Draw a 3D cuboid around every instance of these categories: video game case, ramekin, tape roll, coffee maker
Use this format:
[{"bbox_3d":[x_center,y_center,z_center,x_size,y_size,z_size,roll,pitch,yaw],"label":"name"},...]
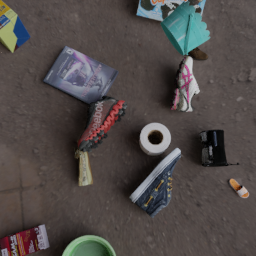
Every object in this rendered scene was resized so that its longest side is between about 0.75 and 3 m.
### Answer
[{"bbox_3d":[-2.040,-2.229,12.184,2.698,0.256,1.928,26,77,7],"label":"video game case"},{"bbox_3d":[-1.351,4.808,9.995,1.962,0.958,1.962,0,76,0],"label":"ramekin"},{"bbox_3d":[1.059,0.461,11.187,1.198,0.823,1.198,0,75,0],"label":"tape roll"},{"bbox_3d":[3.545,0.809,11.100,1.340,0.940,1.395,3,75,-10],"label":"coffee maker"}]

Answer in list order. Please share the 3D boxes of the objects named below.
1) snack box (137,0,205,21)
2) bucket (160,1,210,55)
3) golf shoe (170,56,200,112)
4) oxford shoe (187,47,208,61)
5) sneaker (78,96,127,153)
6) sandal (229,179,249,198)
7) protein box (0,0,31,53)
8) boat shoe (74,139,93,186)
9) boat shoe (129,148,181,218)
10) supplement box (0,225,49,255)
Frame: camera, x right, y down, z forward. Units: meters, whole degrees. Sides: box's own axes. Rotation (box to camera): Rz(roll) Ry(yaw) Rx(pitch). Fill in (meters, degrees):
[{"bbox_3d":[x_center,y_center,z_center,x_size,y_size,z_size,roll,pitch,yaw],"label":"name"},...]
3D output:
[{"bbox_3d":[1.937,-5.556,12.479,2.815,0.522,1.635,15,110,4],"label":"snack box"},{"bbox_3d":[1.910,-3.316,9.484,1.040,1.598,1.598,-36,78,10],"label":"bucket"},{"bbox_3d":[2.479,-1.823,11.803,1.096,0.864,2.380,11,85,-2],"label":"golf shoe"},{"bbox_3d":[2.993,-3.346,12.337,1.205,0.509,0.438,25,75,5],"label":"oxford shoe"},{"bbox_3d":[-1.237,-0.263,11.096,1.360,0.984,2.783,32,62,10],"label":"sneaker"},{"bbox_3d":[4.357,2.375,10.983,0.353,0.264,0.920,-44,80,-10],"label":"sandal"},{"bbox_3d":[-5.393,-4.494,12.031,1.663,1.650,1.122,42,79,10],"label":"protein box"},{"bbox_3d":[-1.817,1.323,11.036,0.589,0.688,1.878,-12,76,-6],"label":"boat shoe"},{"bbox_3d":[1.378,2.093,10.759,1.224,0.954,2.696,42,87,9],"label":"boat shoe"},{"bbox_3d":[-3.833,4.256,10.387,1.587,0.483,0.864,-18,76,-3],"label":"supplement box"}]
